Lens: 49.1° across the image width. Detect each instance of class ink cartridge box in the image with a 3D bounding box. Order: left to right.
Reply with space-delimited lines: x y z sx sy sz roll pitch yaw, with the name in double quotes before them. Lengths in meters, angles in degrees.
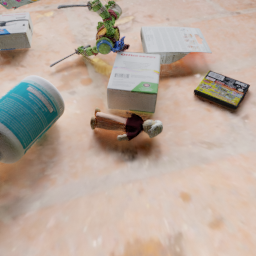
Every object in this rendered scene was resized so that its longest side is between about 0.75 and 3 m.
"ink cartridge box" -4.790 -4.116 11.852 1.296 0.755 1.793 -7 47 -7
"ink cartridge box" 0.247 -1.591 9.379 1.565 0.942 2.153 6 49 4
"ink cartridge box" 1.852 -3.371 11.346 2.529 0.598 2.024 -1 47 -6

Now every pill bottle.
"pill bottle" -3.079 -0.108 7.593 1.527 1.527 2.757 20 50 18

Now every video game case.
"video game case" 3.232 -1.336 9.653 1.524 0.194 1.377 26 52 22

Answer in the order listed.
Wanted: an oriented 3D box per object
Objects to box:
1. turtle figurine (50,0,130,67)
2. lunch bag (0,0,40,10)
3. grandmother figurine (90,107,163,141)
"turtle figurine" -1.377 -3.866 10.626 2.984 2.147 2.893 0 36 10
"lunch bag" -3.024 -4.071 7.311 1.518 1.782 1.087 -9 52 16
"grandmother figurine" -0.022 -0.094 8.227 2.094 0.634 1.270 7 54 10
